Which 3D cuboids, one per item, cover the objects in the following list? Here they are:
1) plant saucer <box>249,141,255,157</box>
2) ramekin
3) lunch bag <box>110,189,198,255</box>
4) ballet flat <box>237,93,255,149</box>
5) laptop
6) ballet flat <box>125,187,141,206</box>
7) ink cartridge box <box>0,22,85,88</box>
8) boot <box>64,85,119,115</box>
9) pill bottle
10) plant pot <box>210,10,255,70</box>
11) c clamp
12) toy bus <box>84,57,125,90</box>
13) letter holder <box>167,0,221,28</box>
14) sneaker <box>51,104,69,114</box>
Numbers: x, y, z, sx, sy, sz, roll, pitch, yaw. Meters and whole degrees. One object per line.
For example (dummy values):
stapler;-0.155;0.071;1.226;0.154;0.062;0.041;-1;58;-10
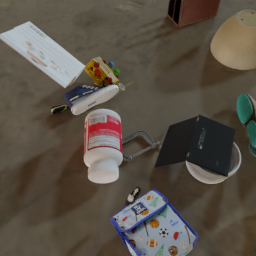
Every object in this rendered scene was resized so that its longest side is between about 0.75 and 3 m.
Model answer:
plant saucer;5.924;0.615;10.490;2.569;0.462;2.569;-24;21;10
ramekin;3.056;1.140;10.385;1.915;1.005;1.915;3;54;-5
lunch bag;0.755;3.226;8.860;1.904;1.387;2.240;-29;54;-18
ballet flat;5.260;-0.240;11.506;0.963;0.975;2.864;12;51;-15
laptop;2.543;0.758;10.594;2.338;1.355;2.189;22;55;5
ballet flat;0.168;2.419;10.044;0.280;0.281;0.823;30;61;17
ink cartridge box;-3.075;-2.542;10.168;2.722;0.593;2.363;38;31;-12
boot;-1.610;-1.563;12.304;2.339;0.851;1.056;-28;72;-19
pill bottle;-0.929;0.677;10.517;1.431;1.431;2.550;-3;56;-2
plant pot;5.724;-4.558;13.765;2.861;1.921;2.861;0;57;0
c clamp;0.449;0.788;11.166;1.823;0.247;1.558;-21;59;-14
toy bus;-1.182;-2.373;12.870;0.928;1.694;1.796;-38;49;28
letter holder;3.682;-7.015;15.454;2.602;1.849;1.308;-22;59;-14
sneaker;-2.927;-0.791;12.260;0.886;0.318;0.367;-13;81;-8
